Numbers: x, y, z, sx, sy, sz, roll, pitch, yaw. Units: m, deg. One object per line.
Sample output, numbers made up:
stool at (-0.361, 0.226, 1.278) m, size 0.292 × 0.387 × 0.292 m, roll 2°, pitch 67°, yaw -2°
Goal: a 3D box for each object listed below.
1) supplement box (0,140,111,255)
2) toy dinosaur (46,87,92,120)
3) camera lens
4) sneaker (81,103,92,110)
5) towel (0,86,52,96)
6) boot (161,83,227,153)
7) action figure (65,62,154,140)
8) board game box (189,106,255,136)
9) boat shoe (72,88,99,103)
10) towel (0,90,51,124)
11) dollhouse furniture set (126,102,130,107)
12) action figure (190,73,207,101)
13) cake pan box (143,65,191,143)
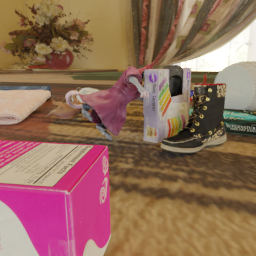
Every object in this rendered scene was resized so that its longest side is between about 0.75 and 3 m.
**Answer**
supplement box at (-1.456, 0.850, 2.888) m, size 2.374 × 1.201 × 1.227 m, roll 3°, pitch 14°, yaw 11°
toy dinosaur at (-1.978, -0.581, 9.584) m, size 1.804 × 0.774 × 1.223 m, roll -16°, pitch 56°, yaw -4°
camera lens at (4.885, -1.601, 10.962) m, size 2.504 × 2.003 × 2.003 m, roll -10°, pitch 17°, yaw -32°
sneaker at (-1.474, -0.661, 10.453) m, size 0.861 × 0.326 × 0.396 m, roll 22°, pitch -18°, yaw -8°
towel at (-5.356, -1.691, 14.032) m, size 2.846 × 0.691 × 1.589 m, roll -1°, pitch 15°, yaw -7°
boot at (1.631, -0.268, 6.644) m, size 2.035 × 1.532 × 0.745 m, roll -8°, pitch 16°, yaw -30°
action figure at (-0.170, -0.937, 7.591) m, size 1.774 × 2.382 × 1.596 m, roll 33°, pitch -14°, yaw 17°
board game box at (2.884, -0.317, 9.128) m, size 2.967 × 0.418 × 2.007 m, roll 7°, pitch 16°, yaw 25°
boat shoe at (-1.413, -1.048, 10.970) m, size 2.542 × 0.939 × 1.084 m, roll 17°, pitch 10°, yaw 29°
towel at (-4.628, -0.887, 10.389) m, size 2.716 × 0.458 × 2.844 m, roll 2°, pitch 25°, yaw 7°
dollhouse furniture set at (-0.566, -1.302, 12.307) m, size 0.940 × 0.766 × 0.894 m, roll 12°, pitch 18°, yaw 39°
action figure at (3.515, -2.099, 14.379) m, size 0.939 × 1.425 × 2.878 m, roll 4°, pitch 12°, yaw 15°
cake pan box at (1.106, -0.731, 7.663) m, size 0.510 × 1.950 × 1.796 m, roll 10°, pitch 16°, yaw 35°
